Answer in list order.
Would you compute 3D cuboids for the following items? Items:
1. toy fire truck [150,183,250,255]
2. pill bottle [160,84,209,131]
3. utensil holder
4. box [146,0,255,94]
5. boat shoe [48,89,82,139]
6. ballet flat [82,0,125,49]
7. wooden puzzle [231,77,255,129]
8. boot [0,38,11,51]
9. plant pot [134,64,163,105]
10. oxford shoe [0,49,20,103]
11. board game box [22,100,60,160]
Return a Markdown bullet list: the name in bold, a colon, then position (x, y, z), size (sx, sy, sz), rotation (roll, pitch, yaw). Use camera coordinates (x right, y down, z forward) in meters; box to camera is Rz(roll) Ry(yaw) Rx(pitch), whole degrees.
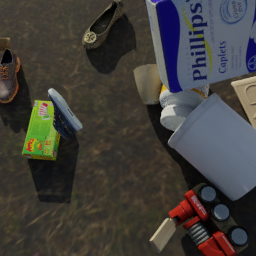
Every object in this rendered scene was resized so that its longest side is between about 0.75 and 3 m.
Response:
- **toy fire truck**: position (2.004, 3.088, 8.310), size (2.428, 1.562, 2.137), rotation (-33, 71, -1)
- **pill bottle**: position (2.052, -1.411, 10.029), size (1.643, 1.643, 2.914), rotation (13, 67, 5)
- **utensil holder**: position (2.976, 0.606, 8.859), size (2.260, 2.260, 2.659), rotation (-41, 74, -16)
- **box**: position (2.182, -2.680, 7.938), size (2.842, 2.614, 1.491), rotation (-15, 33, 1)
- **boat shoe**: position (-1.908, -0.370, 7.721), size (0.627, 0.489, 1.381), rotation (-33, 100, 8)
- **ballet flat**: position (-1.024, -4.457, 11.860), size (0.943, 0.649, 2.800), rotation (31, 70, 12)
- **wooden puzzle**: position (5.342, -0.902, 10.428), size (2.320, 0.580, 2.505), rotation (-14, 63, -6)
- **boot**: position (-5.465, -3.185, 11.331), size (1.300, 1.138, 0.430), rotation (-9, 69, -29)
- **plant pot**: position (0.825, -1.552, 10.464), size (1.185, 1.185, 1.265), rotation (-2, 81, -1)
- **oxford shoe**: position (-4.695, -2.016, 10.736), size (0.782, 0.800, 2.193), rotation (-4, 67, -2)
- **board game box**: position (-2.968, 0.064, 10.017), size (1.051, 0.493, 2.070), rotation (4, 67, 2)
